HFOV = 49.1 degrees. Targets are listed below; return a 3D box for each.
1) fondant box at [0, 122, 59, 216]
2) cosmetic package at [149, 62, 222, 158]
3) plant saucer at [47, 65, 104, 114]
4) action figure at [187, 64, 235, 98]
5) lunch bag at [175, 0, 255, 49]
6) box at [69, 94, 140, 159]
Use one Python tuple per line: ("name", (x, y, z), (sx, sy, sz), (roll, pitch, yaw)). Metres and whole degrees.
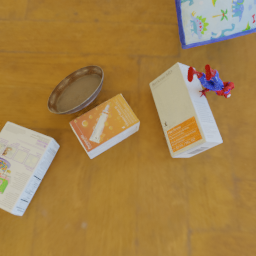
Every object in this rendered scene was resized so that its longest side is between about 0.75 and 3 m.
("fondant box", (-2.946, 1.004, 7.271), (1.466, 0.592, 2.032), (19, 68, 15))
("cosmetic package", (1.492, -0.451, 7.511), (0.807, 1.148, 2.264), (5, 61, -42))
("plant saucer", (-1.431, -1.031, 7.882), (1.855, 0.298, 1.855), (-19, 42, 18))
("action figure", (2.211, -1.074, 7.123), (0.701, 2.143, 0.554), (-6, 83, 37))
("lunch bag", (2.341, -3.581, 7.760), (2.691, 1.714, 2.288), (-24, 112, -29))
("box", (-0.615, -0.042, 7.646), (1.596, 0.778, 0.993), (-31, 75, -11))
